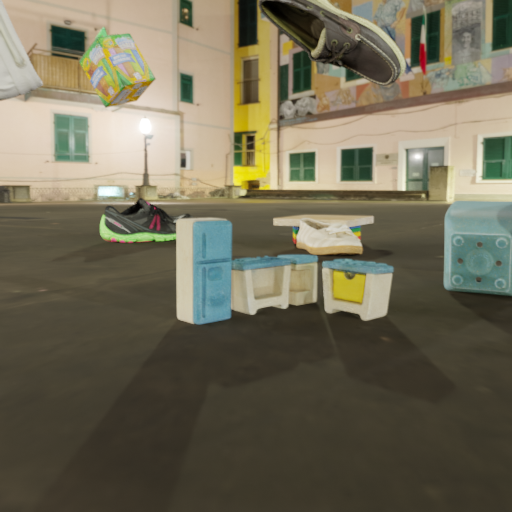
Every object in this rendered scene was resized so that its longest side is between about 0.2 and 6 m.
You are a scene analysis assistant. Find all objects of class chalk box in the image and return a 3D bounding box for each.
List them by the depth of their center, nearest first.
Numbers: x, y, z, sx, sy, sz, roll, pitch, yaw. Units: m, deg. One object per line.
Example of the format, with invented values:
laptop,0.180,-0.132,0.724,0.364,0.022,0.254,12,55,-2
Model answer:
chalk box,-2.757,-3.714,10.816,0.843,1.354,0.838,-29,3,45

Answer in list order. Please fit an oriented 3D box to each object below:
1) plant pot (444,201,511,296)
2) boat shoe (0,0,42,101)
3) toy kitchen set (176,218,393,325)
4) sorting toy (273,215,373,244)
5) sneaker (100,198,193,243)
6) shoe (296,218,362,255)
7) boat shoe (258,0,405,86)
plant pot,2.158,-0.033,5.231,0.861,0.864,0.880,4,14,32
boat shoe,-2.535,-2.598,4.659,0.855,2.602,0.936,-20,16,-18
toy kitchen set,0.223,0.100,4.196,1.295,0.763,1.038,-6,9,-41
sorting toy,1.257,-0.472,10.325,1.414,0.492,1.405,4,8,31
sneaker,-2.014,-0.699,10.800,1.982,0.830,0.761,-5,9,-39
shoe,1.080,-0.305,8.823,0.659,0.503,1.886,-2,7,-18
boat shoe,1.209,-3.616,9.374,2.707,0.877,0.991,34,-27,2
